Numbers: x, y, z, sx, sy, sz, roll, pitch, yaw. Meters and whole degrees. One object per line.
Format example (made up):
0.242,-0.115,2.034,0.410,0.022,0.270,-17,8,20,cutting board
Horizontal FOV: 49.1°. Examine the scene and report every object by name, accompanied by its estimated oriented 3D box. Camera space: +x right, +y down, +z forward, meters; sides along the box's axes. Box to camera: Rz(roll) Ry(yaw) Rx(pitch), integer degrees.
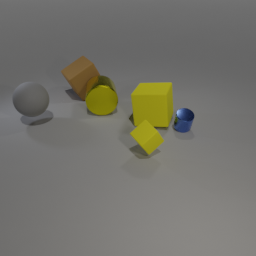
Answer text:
-1.193,-1.475,12.537,1.400,1.400,1.400,-3,29,-6,cylinder
2.173,-0.296,10.913,0.700,0.700,0.700,1,52,-1,cylinder
1.034,-0.972,11.431,1.400,1.400,1.400,2,28,18,cube
0.628,0.304,9.180,0.700,0.700,0.700,-42,50,-1,cube
-3.875,-1.144,11.221,1.400,1.400,1.400,0,28,0,ball
-2.208,-2.467,13.841,1.400,1.400,1.400,-37,40,-7,cube
